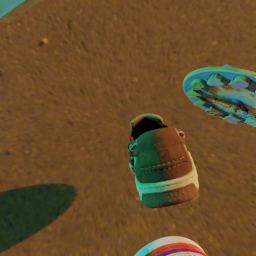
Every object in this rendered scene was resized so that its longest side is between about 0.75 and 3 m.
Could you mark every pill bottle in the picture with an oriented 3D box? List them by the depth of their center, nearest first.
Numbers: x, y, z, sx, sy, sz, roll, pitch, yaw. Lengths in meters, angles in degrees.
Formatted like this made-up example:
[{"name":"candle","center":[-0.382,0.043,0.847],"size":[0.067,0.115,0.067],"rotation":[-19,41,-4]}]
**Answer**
[{"name":"pill bottle","center":[1.020,3.102,4.017],"size":[1.647,2.929,1.647],"rotation":[-4,108,-13]}]

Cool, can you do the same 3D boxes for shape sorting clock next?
[{"name":"shape sorting clock","center":[2.095,-0.503,5.365],"size":[2.188,2.188,0.429],"rotation":[23,82,4]}]

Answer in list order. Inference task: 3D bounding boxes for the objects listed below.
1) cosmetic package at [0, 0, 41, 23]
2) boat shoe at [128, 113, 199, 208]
[{"name":"cosmetic package","center":[-2.132,-2.435,5.240],"size":[0.917,0.372,0.518],"rotation":[-24,97,15]},{"name":"boat shoe","center":[0.468,0.258,4.416],"size":[1.044,2.826,1.045],"rotation":[-15,94,-2]}]
